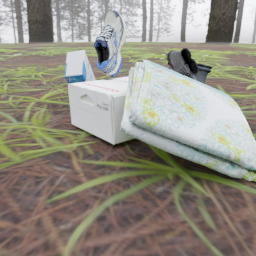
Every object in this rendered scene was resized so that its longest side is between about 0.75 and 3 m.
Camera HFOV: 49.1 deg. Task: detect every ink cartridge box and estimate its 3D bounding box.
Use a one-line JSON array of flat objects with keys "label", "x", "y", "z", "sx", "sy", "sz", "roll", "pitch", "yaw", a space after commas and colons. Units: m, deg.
[{"label": "ink cartridge box", "x": 0.130, "y": -0.671, "z": 7.635, "sx": 2.879, "sy": 1.193, "sz": 2.113, "roll": -14, "pitch": 23, "yaw": -36}, {"label": "ink cartridge box", "x": -1.582, "y": -1.694, "z": 9.517, "sx": 0.627, "sy": 1.498, "sz": 1.086, "roll": -6, "pitch": 59, "yaw": 6}]

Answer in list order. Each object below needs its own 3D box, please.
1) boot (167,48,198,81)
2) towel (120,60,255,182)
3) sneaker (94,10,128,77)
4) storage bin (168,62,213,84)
[{"label": "boot", "x": 1.706, "y": -1.565, "z": 7.975, "sx": 0.524, "sy": 1.501, "sz": 0.988, "roll": -43, "pitch": 21, "yaw": -3}, {"label": "towel", "x": 1.251, "y": -0.241, "z": 5.689, "sx": 2.811, "sy": 0.677, "sz": 2.406, "roll": 21, "pitch": 36, "yaw": -8}, {"label": "sneaker", "x": -0.536, "y": -2.443, "z": 7.864, "sx": 0.721, "sy": 1.872, "sz": 0.797, "roll": 0, "pitch": -4, "yaw": 38}, {"label": "storage bin", "x": 2.218, "y": -1.907, "z": 10.625, "sx": 1.669, "sy": 1.121, "sz": 1.215, "roll": 13, "pitch": 7, "yaw": 5}]
